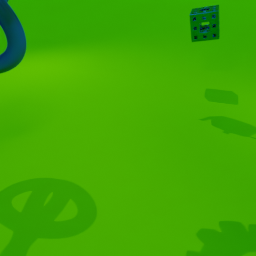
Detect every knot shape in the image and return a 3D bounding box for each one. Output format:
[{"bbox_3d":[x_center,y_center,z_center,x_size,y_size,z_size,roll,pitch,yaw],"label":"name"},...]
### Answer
[{"bbox_3d":[-2.148,-1.802,4.210,0.917,1.985,1.857,28,77,10],"label":"knot shape"}]

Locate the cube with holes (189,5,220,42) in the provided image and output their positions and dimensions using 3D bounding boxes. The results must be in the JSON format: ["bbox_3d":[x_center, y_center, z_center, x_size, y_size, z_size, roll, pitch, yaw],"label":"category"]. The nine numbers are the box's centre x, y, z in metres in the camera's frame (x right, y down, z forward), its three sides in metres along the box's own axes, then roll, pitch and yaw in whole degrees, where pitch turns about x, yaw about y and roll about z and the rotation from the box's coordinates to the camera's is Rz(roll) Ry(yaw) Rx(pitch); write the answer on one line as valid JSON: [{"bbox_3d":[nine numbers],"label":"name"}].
[{"bbox_3d":[2.356,-3.185,8.535,0.811,0.811,0.811,-1,34,20],"label":"cube with holes"}]
